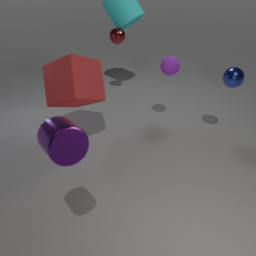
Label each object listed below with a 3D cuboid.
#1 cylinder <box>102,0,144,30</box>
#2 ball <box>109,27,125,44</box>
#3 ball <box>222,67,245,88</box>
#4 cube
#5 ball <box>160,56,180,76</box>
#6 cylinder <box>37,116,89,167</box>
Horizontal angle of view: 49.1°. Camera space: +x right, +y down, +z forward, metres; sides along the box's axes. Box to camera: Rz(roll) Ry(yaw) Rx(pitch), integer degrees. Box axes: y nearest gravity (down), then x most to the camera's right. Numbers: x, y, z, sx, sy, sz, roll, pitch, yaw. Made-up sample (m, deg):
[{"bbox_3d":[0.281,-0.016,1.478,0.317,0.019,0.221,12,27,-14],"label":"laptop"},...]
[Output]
[{"bbox_3d":[-0.207,-5.284,12.453,1.400,1.400,1.400,-32,10,7],"label":"cylinder"},{"bbox_3d":[-0.461,-4.007,12.195,0.700,0.700,0.700,0,32,0],"label":"ball"},{"bbox_3d":[3.545,-1.696,9.418,0.700,0.700,0.700,0,32,0],"label":"ball"},{"bbox_3d":[-1.768,-1.483,9.237,1.400,1.400,1.400,-9,-2,35],"label":"cube"},{"bbox_3d":[1.533,-2.264,10.212,0.700,0.700,0.700,0,32,0],"label":"ball"},{"bbox_3d":[-1.123,0.215,4.813,0.700,0.700,0.700,-18,25,-27],"label":"cylinder"}]
